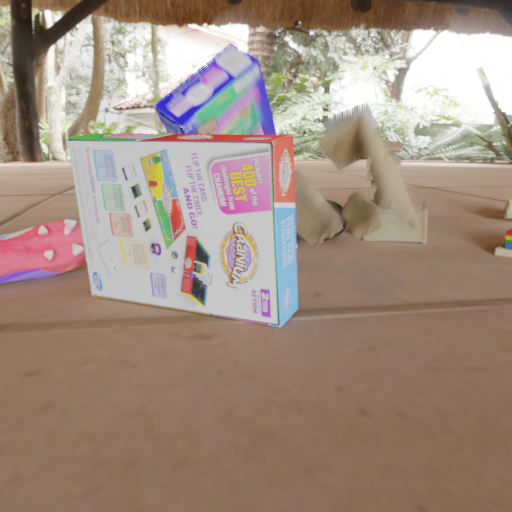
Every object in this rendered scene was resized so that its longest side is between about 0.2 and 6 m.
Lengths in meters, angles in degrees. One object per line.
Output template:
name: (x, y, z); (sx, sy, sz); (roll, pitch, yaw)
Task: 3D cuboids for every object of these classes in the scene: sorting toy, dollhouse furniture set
sorting toy: (5.943, -0.293, 11.452); (1.575, 0.548, 1.565); (10, 16, 39)
dollhouse furniture set: (1.400, -0.654, 9.092); (2.090, 1.703, 1.987); (-27, -40, 23)
dollhouse furniture set: (3.350, -1.348, 13.287); (1.408, 1.987, 2.163); (3, 41, 17)

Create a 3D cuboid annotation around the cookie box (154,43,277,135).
cookie box: (-0.531, -2.022, 8.594); (0.671, 1.527, 1.785); (43, -11, 25)

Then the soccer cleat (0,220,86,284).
soccer cleat: (-4.331, 0.108, 9.174); (3.194, 1.065, 1.221); (-12, -16, -23)

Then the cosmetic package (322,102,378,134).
cosmetic package: (2.152, -3.024, 12.896); (0.546, 0.647, 1.212); (-38, 17, -26)

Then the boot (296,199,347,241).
boot: (0.726, -0.974, 13.529); (2.586, 0.973, 1.933); (-2, 12, -8)

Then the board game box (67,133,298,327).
board game box: (-1.025, -0.441, 7.732); (3.179, 2.432, 0.641); (7, 21, 25)

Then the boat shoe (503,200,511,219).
boat shoe: (7.659, -1.308, 15.930); (0.654, 0.729, 1.970); (22, 27, 36)
